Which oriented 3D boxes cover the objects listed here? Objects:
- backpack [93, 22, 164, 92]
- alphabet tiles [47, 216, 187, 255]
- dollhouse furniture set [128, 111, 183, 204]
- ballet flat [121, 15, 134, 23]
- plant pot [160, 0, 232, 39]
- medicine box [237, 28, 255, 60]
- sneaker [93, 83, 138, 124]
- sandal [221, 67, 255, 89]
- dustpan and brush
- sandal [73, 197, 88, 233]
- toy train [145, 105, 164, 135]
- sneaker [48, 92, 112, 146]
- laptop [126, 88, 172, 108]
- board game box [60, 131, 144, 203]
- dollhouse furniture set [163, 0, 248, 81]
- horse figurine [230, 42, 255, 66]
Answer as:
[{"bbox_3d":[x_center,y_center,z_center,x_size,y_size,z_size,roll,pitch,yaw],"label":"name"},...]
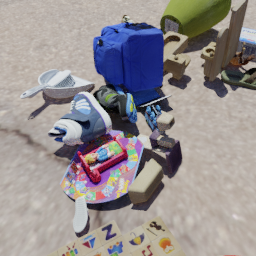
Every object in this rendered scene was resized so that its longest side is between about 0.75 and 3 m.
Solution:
[{"bbox_3d":[-0.147,-2.732,10.104,2.256,2.184,2.688,-8,30,-20],"label":"backpack"},{"bbox_3d":[-0.241,2.794,5.289,2.719,0.103,2.273,-24,37,-13],"label":"alphabet tiles"},{"bbox_3d":[0.228,0.709,7.337,1.454,1.624,2.049,13,45,36],"label":"dollhouse furniture set"},{"bbox_3d":[0.034,-5.316,14.328,0.606,0.561,1.719,-14,45,-18],"label":"ballet flat"},{"bbox_3d":[2.904,-5.435,13.257,2.730,2.730,2.918,31,64,29],"label":"plant pot"},{"bbox_3d":[5.512,-3.750,12.481,1.347,0.761,1.479,20,47,20],"label":"medicine box"},{"bbox_3d":[-0.457,-0.721,8.961,1.087,0.930,2.623,-23,30,-13],"label":"sneaker"},{"bbox_3d":[4.690,-1.957,10.628,2.195,0.626,0.871,9,43,9],"label":"sandal"},{"bbox_3d":[-2.705,-1.510,10.027,1.902,0.780,2.725,23,47,23],"label":"dustpan and brush"},{"bbox_3d":[-1.066,2.022,6.546,0.358,0.216,0.881,-18,45,16],"label":"sandal"},{"bbox_3d":[0.887,-0.256,8.775,0.468,0.617,1.079,-10,44,-17],"label":"toy train"},{"bbox_3d":[-1.687,-0.296,8.382,1.674,0.921,2.286,-19,38,-25],"label":"sneaker"},{"bbox_3d":[0.708,-1.173,9.721,1.082,0.669,1.155,-24,8,-23],"label":"laptop"},{"bbox_3d":[-0.701,0.786,7.439,1.965,0.484,2.487,3,45,19],"label":"board game box"},{"bbox_3d":[2.407,-3.567,10.762,2.944,2.399,2.800,28,59,26],"label":"dollhouse furniture set"},{"bbox_3d":[4.462,-3.221,11.759,0.482,1.280,1.931,-25,58,-11],"label":"horse figurine"}]
